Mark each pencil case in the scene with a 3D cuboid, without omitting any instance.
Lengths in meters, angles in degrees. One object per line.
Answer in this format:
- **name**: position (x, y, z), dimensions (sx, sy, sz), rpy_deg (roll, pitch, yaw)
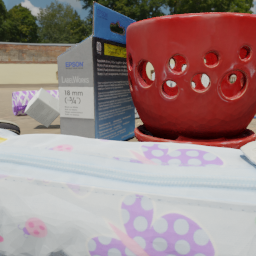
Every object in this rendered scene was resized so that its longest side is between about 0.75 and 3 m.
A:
- **pencil case**: position (-3.602, -1.055, 11.848), dimensions (2.491, 1.045, 1.065), rpy_deg (-7, 40, -29)
- **pencil case**: position (0.040, 0.579, 2.067), dimensions (2.608, 1.084, 1.183), rpy_deg (2, -22, 13)

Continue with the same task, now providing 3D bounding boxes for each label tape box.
- **label tape box**: position (-0.592, -1.041, 6.254), dimensions (0.900, 2.843, 2.050), rpy_deg (4, 11, 23)

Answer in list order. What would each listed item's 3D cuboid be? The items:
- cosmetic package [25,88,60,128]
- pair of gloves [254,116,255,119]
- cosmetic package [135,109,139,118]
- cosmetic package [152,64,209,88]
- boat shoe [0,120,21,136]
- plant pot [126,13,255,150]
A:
- **cosmetic package**: position (-2.486, -0.604, 8.337), dimensions (0.809, 0.677, 0.673), rpy_deg (38, 22, -26)
- **pair of gloves**: position (4.554, -0.477, 10.930), dimensions (0.790, 0.112, 0.982), rpy_deg (3, 10, 18)
- **cosmetic package**: position (-0.528, -1.235, 11.360), dimensions (2.876, 1.462, 1.065), rpy_deg (11, 15, 44)
- **cosmetic package**: position (2.711, -1.896, 13.155), dimensions (2.883, 1.772, 2.874), rpy_deg (1, 2, -3)
- **boat shoe**: position (-3.122, 0.299, 5.805), dimensions (2.056, 0.747, 0.645), rpy_deg (-5, 53, -54)
- **plant pot**: position (1.355, -0.798, 5.718), dimensions (2.807, 2.556, 2.807), rpy_deg (0, 9, 0)
